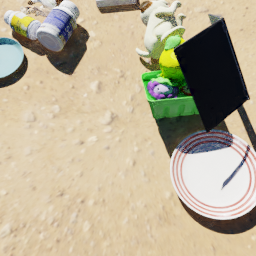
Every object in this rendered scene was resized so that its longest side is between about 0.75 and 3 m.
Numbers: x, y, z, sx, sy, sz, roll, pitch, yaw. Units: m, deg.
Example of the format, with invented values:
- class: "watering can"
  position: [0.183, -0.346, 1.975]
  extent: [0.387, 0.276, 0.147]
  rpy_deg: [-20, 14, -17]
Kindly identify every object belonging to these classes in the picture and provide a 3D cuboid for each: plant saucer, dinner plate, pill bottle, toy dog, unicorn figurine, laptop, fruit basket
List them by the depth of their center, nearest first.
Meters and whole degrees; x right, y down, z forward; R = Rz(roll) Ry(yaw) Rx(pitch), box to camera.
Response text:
- class: "laptop"
  position: [2.632, -1.913, 9.083]
  extent: [1.721, 2.781, 2.970]
  rpy_deg: [-22, 23, 13]
- class: "dinner plate"
  position: [2.861, 1.453, 9.136]
  extent: [2.982, 0.361, 2.982]
  rpy_deg: [-1, 63, 3]
- class: "fruit basket"
  position: [1.695, -1.697, 9.416]
  extent: [2.594, 2.594, 1.871]
  rpy_deg: [-6, 46, -3]
- class: "plant saucer"
  position: [-5.127, -2.737, 11.115]
  extent: [2.018, 0.277, 2.018]
  rpy_deg: [0, 65, 0]
- class: "toy dog"
  position: [1.287, -4.004, 11.138]
  extent: [2.283, 1.643, 2.355]
  rpy_deg: [-27, 64, 29]
- class: "pill bottle"
  position: [-2.733, -4.154, 11.276]
  extent: [1.131, 1.131, 1.890]
  rpy_deg: [21, 68, 9]
- class: "pill bottle"
  position: [-4.325, -4.263, 11.503]
  extent: [1.455, 0.815, 0.815]
  rpy_deg: [29, 69, 13]
- class: "unicorn figurine"
  position: [-3.574, -5.815, 12.133]
  extent: [2.017, 1.084, 2.936]
  rpy_deg: [0, 73, -12]

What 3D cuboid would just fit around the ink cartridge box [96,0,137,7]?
- class: "ink cartridge box"
  position: [-0.557, -5.911, 12.469]
  extent: [1.793, 0.397, 0.843]
  rpy_deg: [-6, 67, -3]
